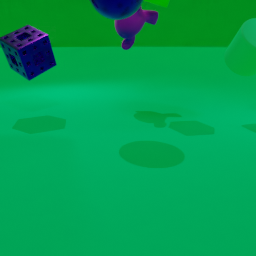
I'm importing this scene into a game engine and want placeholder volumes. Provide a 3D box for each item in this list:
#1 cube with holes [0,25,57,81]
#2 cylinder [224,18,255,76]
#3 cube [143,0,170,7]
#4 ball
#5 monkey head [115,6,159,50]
[{"bbox_3d":[-3.028,-2.305,8.526,1.054,1.054,1.054,32,57,29],"label":"cube with holes"},{"bbox_3d":[3.474,-2.236,7.855,1.146,1.146,1.146,-2,-23,-7],"label":"cylinder"},{"bbox_3d":[0.905,-4.337,8.439,0.876,0.876,0.876,13,46,-7],"label":"cube"},{"bbox_3d":[-0.276,-3.304,6.633,1.393,1.393,1.393,0,18,0],"label":"ball"},{"bbox_3d":[0.276,-3.587,9.384,1.412,1.963,1.183,12,56,-1],"label":"monkey head"}]
